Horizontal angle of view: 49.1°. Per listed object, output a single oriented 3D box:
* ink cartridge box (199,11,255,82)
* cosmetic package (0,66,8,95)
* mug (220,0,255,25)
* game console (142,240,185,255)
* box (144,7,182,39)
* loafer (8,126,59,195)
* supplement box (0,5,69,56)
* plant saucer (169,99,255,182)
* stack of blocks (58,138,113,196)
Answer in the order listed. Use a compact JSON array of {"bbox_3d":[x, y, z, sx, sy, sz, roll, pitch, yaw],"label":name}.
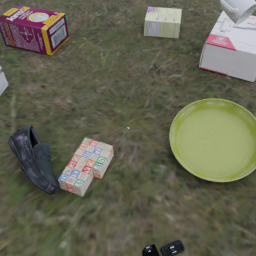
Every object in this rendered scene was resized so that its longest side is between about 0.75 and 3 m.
[{"bbox_3d":[4.055,-3.150,10.431,2.015,1.139,2.751,19,50,17],"label":"ink cartridge box"},{"bbox_3d":[-5.220,-1.496,9.128,2.106,0.854,1.188,11,49,9],"label":"cosmetic package"},{"bbox_3d":[2.617,-3.045,6.902,0.875,0.646,0.767,-27,74,-38],"label":"mug"},{"bbox_3d":[0.769,2.629,5.833,0.891,0.107,0.525,-17,50,-13],"label":"game console"},{"bbox_3d":[1.497,-4.519,11.987,1.477,0.714,1.299,7,48,5],"label":"box"},{"bbox_3d":[-2.295,0.726,7.052,0.791,0.765,2.253,-43,54,-4],"label":"loafer"},{"bbox_3d":[-3.716,-3.923,11.137,2.240,1.156,1.466,15,49,13],"label":"supplement box"},{"bbox_3d":[2.318,0.313,7.458,2.411,0.375,2.411,-3,62,6],"label":"plant saucer"},{"bbox_3d":[-1.026,0.985,7.124,0.823,0.419,1.430,16,50,15],"label":"stack of blocks"}]
